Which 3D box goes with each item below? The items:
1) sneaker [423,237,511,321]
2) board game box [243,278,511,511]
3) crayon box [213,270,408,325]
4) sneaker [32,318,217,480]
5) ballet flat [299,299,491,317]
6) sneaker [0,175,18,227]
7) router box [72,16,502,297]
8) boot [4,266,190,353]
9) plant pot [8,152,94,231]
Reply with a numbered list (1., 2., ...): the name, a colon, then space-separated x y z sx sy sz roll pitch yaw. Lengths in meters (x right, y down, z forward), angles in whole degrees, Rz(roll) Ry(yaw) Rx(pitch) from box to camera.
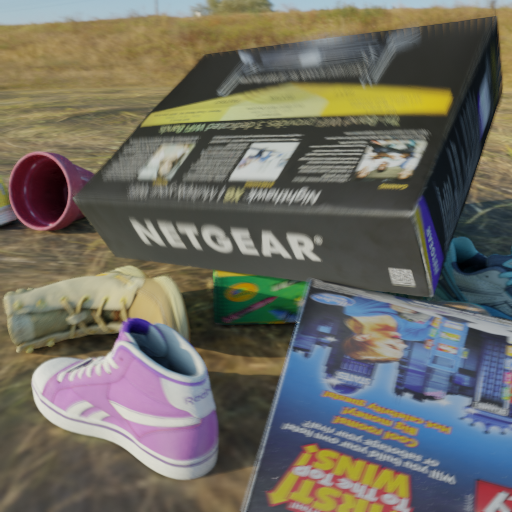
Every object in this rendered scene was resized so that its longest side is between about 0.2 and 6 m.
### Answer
1. sneaker: 2.904 0.547 6.200 1.030 1.145 2.653 -12 24 -28
2. board game box: 1.303 1.524 3.774 3.322 1.025 3.320 12 26 23
3. crayon box: 0.630 0.280 7.496 2.414 0.703 1.434 -2 19 -4
4. sneaker: -1.221 0.998 4.970 2.113 1.205 0.766 10 25 29
5. ballet flat: 1.397 0.794 6.064 2.163 0.736 0.727 -1 38 28
6. sneaker: -5.844 -1.258 10.921 2.641 1.192 1.032 5 23 16
7. router box: 0.411 -1.344 6.844 4.291 1.121 3.374 7 50 33
8. boot: -1.844 0.674 6.275 1.702 0.797 2.189 -11 17 -31
9. plant pot: -3.712 -1.220 10.751 1.456 1.456 1.303 9 7 21
